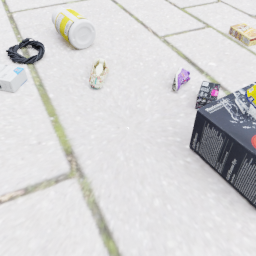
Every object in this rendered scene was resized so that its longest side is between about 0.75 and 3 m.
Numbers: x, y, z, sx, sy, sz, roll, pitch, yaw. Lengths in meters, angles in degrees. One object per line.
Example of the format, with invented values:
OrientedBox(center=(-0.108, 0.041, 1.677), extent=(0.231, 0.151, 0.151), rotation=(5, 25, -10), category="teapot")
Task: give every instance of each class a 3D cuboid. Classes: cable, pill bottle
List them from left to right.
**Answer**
OrientedBox(center=(-4.040, -3.057, 11.086), extent=(1.409, 0.439, 1.726), rotation=(-24, 50, -22), category="cable")
OrientedBox(center=(-2.373, -4.302, 11.808), extent=(1.209, 1.209, 2.172), rotation=(-26, 50, -24), category="pill bottle")

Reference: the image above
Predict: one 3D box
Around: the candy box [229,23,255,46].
OrientedBox(center=(5.143, -4.082, 12.176), extent=(0.784, 0.375, 1.358), rotation=(-17, 47, -15), category="candy box")

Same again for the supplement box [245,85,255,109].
OrientedBox(center=(3.049, -0.807, 6.089), extent=(0.457, 0.839, 0.459), rotation=(46, 30, -5), category="supplement box")

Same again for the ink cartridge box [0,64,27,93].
OrientedBox(center=(-4.273, -1.746, 9.679), extent=(1.202, 0.503, 0.872), rotation=(12, 45, 12), category="ink cartridge box")

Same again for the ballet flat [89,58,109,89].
OrientedBox(center=(-0.985, -2.099, 9.978), extent=(0.696, 0.589, 1.841), rotation=(10, 43, -10), category="ballet flat")

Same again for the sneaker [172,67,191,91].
OrientedBox(center=(1.876, -1.701, 9.664), extent=(0.528, 0.510, 1.265), rotation=(19, 47, 11), category="sneaker")

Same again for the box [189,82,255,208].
OrientedBox(center=(3.435, 0.243, 6.954), extent=(2.759, 1.436, 2.512), rotation=(-24, 48, -24), category="box")

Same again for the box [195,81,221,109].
OrientedBox(center=(2.533, -1.006, 8.908), extent=(0.604, 0.525, 0.914), rotation=(15, 45, 17), category="box")
